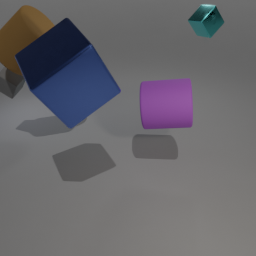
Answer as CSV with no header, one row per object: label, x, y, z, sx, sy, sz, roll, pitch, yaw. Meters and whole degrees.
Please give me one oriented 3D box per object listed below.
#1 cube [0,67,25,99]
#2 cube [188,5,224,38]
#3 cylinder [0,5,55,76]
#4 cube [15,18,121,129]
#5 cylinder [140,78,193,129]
cube,-3.859,-1.541,9.202,0.700,0.700,0.700,32,45,-12
cube,2.519,-3.445,9.047,0.700,0.700,0.700,-49,36,0
cylinder,-2.844,-2.437,7.929,1.400,1.400,1.400,-33,21,23
cube,-1.256,-1.144,5.938,1.400,1.400,1.400,-36,51,-1
cylinder,1.113,-0.685,8.094,1.400,1.400,1.400,-2,30,10
